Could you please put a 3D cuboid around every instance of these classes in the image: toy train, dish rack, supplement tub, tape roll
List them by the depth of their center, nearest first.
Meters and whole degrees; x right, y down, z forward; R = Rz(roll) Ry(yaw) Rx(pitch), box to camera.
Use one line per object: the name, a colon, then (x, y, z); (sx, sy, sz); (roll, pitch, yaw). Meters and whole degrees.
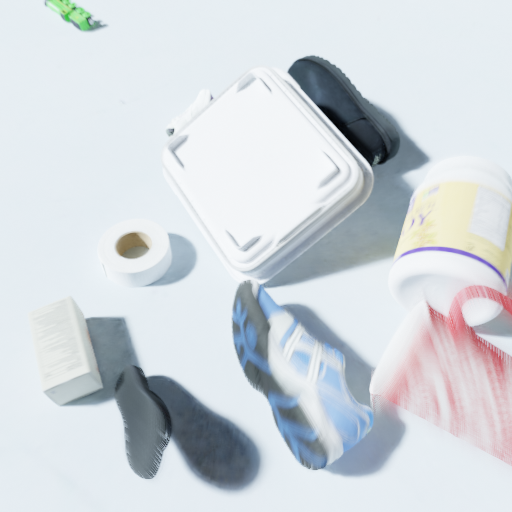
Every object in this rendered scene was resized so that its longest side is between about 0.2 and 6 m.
supplement tub: (2.646, -0.214, 7.402); (1.418, 1.418, 1.950); (16, 58, 13)
dish rack: (-0.046, -1.305, 8.006); (2.489, 0.631, 2.901); (-39, 65, 8)
tape roll: (-1.736, -0.049, 8.035); (1.021, 0.357, 1.021); (0, 52, 0)
toy train: (-4.143, -5.380, 12.318); (0.450, 0.333, 1.594); (-43, 62, -17)

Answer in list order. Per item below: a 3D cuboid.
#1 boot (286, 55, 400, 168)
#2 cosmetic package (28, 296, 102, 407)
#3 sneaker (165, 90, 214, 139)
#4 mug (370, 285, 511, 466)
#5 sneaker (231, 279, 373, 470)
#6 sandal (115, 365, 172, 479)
boot: (0.698, -2.121, 9.229); (2.283, 1.038, 2.717); (-27, 62, -25)
cosmetic package: (-2.372, 1.166, 6.943); (0.606, 0.511, 1.172); (-21, 54, -8)
sneaker: (-1.138, -2.373, 9.731); (0.796, 0.599, 1.599); (6, 52, 4)
mug: (2.018, 1.135, 5.059); (1.546, 1.372, 1.031); (31, 52, 8)
sneaker: (0.450, 1.292, 6.733); (0.945, 0.929, 2.454); (-14, 57, -27)
sandal: (-1.193, 1.775, 6.220); (0.398, 0.625, 1.663); (25, 12, -29)
